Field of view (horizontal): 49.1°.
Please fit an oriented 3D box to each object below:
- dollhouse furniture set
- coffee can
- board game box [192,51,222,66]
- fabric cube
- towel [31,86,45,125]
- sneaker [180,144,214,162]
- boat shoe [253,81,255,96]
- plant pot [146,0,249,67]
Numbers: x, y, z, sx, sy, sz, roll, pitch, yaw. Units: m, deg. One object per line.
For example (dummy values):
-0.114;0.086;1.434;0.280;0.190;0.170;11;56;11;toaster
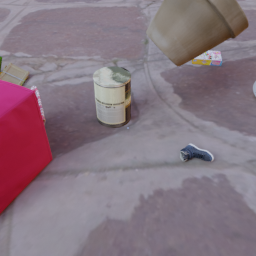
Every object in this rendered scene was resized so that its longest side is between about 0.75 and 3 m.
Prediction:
-5.160;-2.112;11.561;1.804;0.905;1.182;26;46;-14;dollhouse furniture set
-0.498;-1.022;9.302;1.215;1.660;1.215;0;40;0;coffee can
3.647;-3.280;13.027;1.320;0.266;1.010;6;41;7;board game box
-3.863;0.396;7.025;2.555;2.507;2.547;19;46;20;fabric cube
-2.858;-0.167;8.358;0.312;1.526;2.085;6;31;-28;towel
1.939;0.820;8.114;0.662;0.349;0.917;-22;35;-39;sneaker
5.473;-1.017;10.114;0.635;0.769;2.242;1;38;-30;boat shoe
1.872;-3.179;8.512;2.597;2.254;2.597;40;20;-18;plant pot
